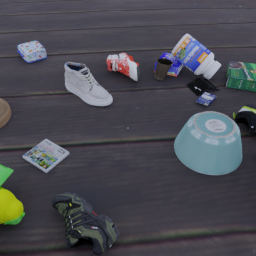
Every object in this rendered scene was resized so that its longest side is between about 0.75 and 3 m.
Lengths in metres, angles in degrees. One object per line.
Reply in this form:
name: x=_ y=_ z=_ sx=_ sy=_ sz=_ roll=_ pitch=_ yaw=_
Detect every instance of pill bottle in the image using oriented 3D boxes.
pill bottle: x=3.291 y=-3.344 z=13.397 sx=2.215 sy=1.241 sz=1.241 roll=39 pitch=49 yaw=4

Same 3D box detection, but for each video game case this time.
video game case: x=-2.829 y=0.935 z=9.687 sx=1.184 sy=0.130 sz=1.079 roll=25 pitch=46 yaw=25

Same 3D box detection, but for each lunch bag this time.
lunch bag: x=-5.296 y=-4.189 z=15.362 sx=1.303 sy=0.615 sz=1.627 roll=-26 pitch=48 yaw=-25

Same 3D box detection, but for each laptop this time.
laptop: x=3.490 y=-1.881 z=13.057 sx=1.104 sy=0.570 sz=0.978 roll=-34 pitch=45 yaw=1

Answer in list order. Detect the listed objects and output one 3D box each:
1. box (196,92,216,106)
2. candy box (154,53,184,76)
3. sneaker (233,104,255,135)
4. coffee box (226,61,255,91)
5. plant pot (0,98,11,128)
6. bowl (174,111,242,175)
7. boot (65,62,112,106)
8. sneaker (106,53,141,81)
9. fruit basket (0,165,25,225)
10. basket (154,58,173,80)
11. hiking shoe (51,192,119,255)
box: x=3.395 y=-1.236 z=12.222 sx=0.556 sy=0.149 sz=0.918 roll=27 pitch=47 yaw=28
candy box: x=2.152 y=-3.256 z=14.278 sx=1.207 sy=0.550 sz=1.428 roll=16 pitch=41 yaw=19
sneaker: x=4.977 y=0.043 z=10.432 sx=0.980 sy=0.848 sz=2.366 roll=-39 pitch=49 yaw=-7
coffee box: x=6.163 y=-2.387 z=13.196 sx=2.858 sy=0.629 sz=1.757 roll=11 pitch=41 yaw=13
plant pot: x=-5.941 y=-0.779 z=10.974 sx=2.358 sy=1.088 sz=2.358 roll=-1 pitch=40 yaw=1
bowl: x=2.819 y=0.306 z=9.572 sx=2.376 sy=1.243 sz=2.376 roll=0 pitch=40 yaw=0
boot: x=-1.820 y=-1.976 z=12.204 sx=2.709 sy=1.294 sz=0.996 roll=26 pitch=47 yaw=27
sneaker: x=-0.277 y=-2.921 z=13.678 sx=1.369 sy=0.853 sz=2.555 roll=-9 pitch=38 yaw=-10
fruit basket: x=-3.882 y=2.020 z=7.711 sx=1.514 sy=2.099 sz=2.099 roll=-30 pitch=28 yaw=32
basket: x=1.641 y=-2.793 z=13.414 sx=0.807 sy=0.895 sz=0.609 roll=-6 pitch=46 yaw=-25
hiking shoe: x=-1.332 y=2.506 z=7.296 sx=2.163 sy=0.819 sz=1.089 roll=24 pitch=42 yaw=24
